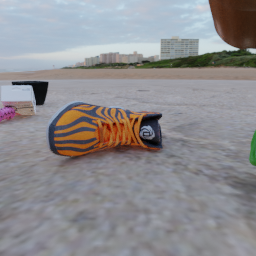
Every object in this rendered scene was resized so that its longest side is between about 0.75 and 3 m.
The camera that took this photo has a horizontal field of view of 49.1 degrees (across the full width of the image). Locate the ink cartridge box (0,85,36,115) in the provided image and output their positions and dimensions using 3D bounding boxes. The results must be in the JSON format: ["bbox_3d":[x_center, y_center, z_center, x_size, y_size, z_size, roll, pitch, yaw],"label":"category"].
[{"bbox_3d":[-3.627,-0.898,9.340,0.948,0.552,1.310,-3,-17,-14],"label":"ink cartridge box"}]

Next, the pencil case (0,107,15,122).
[{"bbox_3d":[-3.822,-0.402,8.607,0.423,0.437,0.933,6,10,3],"label":"pencil case"}]

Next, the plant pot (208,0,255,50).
[{"bbox_3d":[2.000,-2.283,4.358,1.865,1.865,1.847,4,-12,20],"label":"plant pot"}]

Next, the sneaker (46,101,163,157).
[{"bbox_3d":[-0.178,-0.017,5.289,1.462,1.012,2.609,6,13,32],"label":"sneaker"}]

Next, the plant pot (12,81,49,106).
[{"bbox_3d":[-4.369,-1.567,12.625,1.202,1.066,1.199,10,16,41],"label":"plant pot"}]

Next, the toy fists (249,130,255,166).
[{"bbox_3d":[2.614,0.351,3.401,2.160,1.101,0.743,11,-12,41],"label":"toy fists"}]
